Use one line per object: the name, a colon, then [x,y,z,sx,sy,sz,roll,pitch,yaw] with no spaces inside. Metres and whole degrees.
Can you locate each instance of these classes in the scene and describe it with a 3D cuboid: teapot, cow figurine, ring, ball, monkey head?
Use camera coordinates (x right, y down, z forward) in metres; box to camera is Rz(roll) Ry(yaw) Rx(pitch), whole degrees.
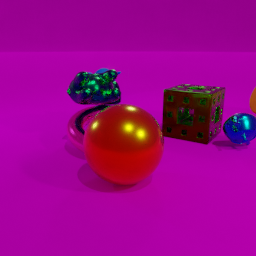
teapot: [2.498,0.039,6.180,0.765,1.230,0.602,-22,51,25]
cow figurine: [-0.766,-0.846,6.626,1.554,0.853,1.529,-8,-5,-33]
ring: [-0.402,0.038,6.311,1.928,0.386,1.928,6,32,-4]
ball: [-0.070,0.270,4.665,1.342,1.342,1.342,0,17,0]
monkey head: [-1.134,-2.091,12.117,1.682,1.014,1.210,5,9,26]

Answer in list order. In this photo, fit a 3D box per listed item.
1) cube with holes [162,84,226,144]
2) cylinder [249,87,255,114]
cube with holes: [1.684,-0.420,7.174,1.197,1.197,1.197,11,20,31]
cylinder: [4.161,-0.711,7.710,1.099,1.099,1.099,21,12,-16]
